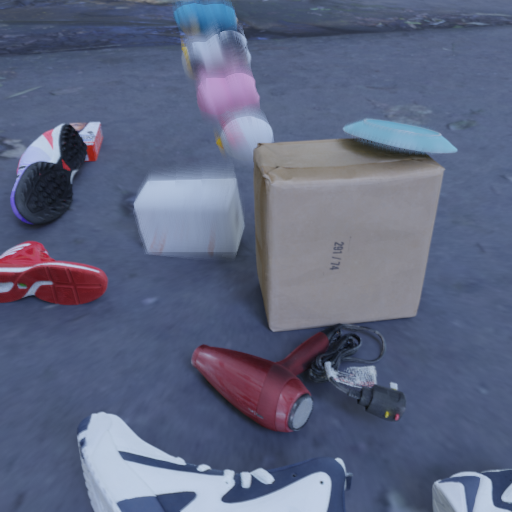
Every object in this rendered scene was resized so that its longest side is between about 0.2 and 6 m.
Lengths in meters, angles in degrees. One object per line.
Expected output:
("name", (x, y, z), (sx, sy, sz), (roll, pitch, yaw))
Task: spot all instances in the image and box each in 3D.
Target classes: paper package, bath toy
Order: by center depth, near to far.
("paper package", (1.067, -0.292, 7.168), (2.139, 2.244, 1.161), (-5, 34, -6))
("bath toy", (-0.488, -2.362, 7.747), (0.957, 2.200, 0.813), (-21, -6, 29))

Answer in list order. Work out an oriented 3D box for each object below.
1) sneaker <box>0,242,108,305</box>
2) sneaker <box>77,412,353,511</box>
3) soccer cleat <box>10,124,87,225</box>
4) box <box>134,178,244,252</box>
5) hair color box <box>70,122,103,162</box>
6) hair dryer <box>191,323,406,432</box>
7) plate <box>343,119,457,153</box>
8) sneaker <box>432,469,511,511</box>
("sneaker", (-2.928, 0.120, 7.963), (1.821, 0.713, 1.052), (2, 35, 1))
("sneaker", (-0.145, 2.085, 4.658), (1.845, 1.131, 2.835), (-24, 41, -33))
("soccer cleat", (-3.927, -1.404, 10.192), (1.064, 0.991, 2.906), (-21, 37, 15))
("box", (-1.006, -0.620, 8.673), (1.466, 0.912, 0.714), (0, 38, 11))
("hair color box", (-3.744, -2.454, 12.031), (0.711, 0.410, 1.282), (-4, 33, -6))
("hair dryer", (0.420, 1.357, 6.422), (2.356, 0.640, 1.794), (5, 17, -1))
("plate", (1.748, -1.482, 6.783), (1.382, 0.177, 1.382), (9, 20, -3))
("sneaker", (2.516, 2.473, 4.277), (1.420, 0.871, 2.183), (-17, 27, -9))
